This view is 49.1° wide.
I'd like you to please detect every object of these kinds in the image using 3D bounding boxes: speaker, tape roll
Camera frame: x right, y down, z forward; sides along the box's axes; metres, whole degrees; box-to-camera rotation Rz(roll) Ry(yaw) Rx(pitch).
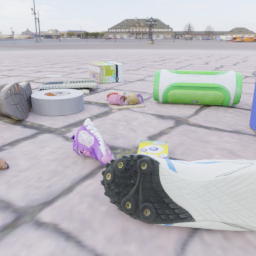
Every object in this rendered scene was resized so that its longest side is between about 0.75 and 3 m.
[{"bbox_3d":[2.337,-1.397,9.634,2.851,1.261,1.261,4,19,11],"label":"speaker"},{"bbox_3d":[-2.266,-0.861,9.102,1.651,0.545,1.651,1,18,0],"label":"tape roll"}]

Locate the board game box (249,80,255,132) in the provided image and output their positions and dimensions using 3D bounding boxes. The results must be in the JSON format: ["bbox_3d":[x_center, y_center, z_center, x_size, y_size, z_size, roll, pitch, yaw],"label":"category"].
[{"bbox_3d":[4.554,-0.860,6.293,2.897,2.310,1.403,1,19,4],"label":"board game box"}]

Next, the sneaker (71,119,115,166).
[{"bbox_3d":[-0.741,0.363,5.444,0.625,0.568,1.413,-31,34,-9],"label":"sneaker"}]

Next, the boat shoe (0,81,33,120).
[{"bbox_3d":[-3.577,-0.771,8.357,1.069,1.086,2.916,-12,11,-5],"label":"boat shoe"}]

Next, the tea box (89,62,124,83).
[{"bbox_3d":[-1.152,-2.910,14.595,1.378,0.936,1.400,-12,22,-28],"label":"tea box"}]

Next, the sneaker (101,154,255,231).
[{"bbox_3d":[0.872,0.845,3.746,2.596,0.933,0.941,2,-11,21],"label":"sneaker"}]

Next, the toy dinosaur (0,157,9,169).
[{"bbox_3d":[-3.261,0.481,4.712,2.056,0.882,1.393,-21,34,-35],"label":"toy dinosaur"}]

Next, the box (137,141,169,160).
[{"bbox_3d":[0.504,0.493,5.546,0.599,0.247,1.021,1,17,6],"label":"box"}]

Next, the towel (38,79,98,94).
[{"bbox_3d":[-2.572,-1.829,12.431,2.448,0.423,2.357,-5,16,-8],"label":"towel"}]

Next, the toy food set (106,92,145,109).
[{"bbox_3d":[-0.192,-1.139,10.256,1.347,0.334,2.120,-6,19,-17],"label":"toy food set"}]
